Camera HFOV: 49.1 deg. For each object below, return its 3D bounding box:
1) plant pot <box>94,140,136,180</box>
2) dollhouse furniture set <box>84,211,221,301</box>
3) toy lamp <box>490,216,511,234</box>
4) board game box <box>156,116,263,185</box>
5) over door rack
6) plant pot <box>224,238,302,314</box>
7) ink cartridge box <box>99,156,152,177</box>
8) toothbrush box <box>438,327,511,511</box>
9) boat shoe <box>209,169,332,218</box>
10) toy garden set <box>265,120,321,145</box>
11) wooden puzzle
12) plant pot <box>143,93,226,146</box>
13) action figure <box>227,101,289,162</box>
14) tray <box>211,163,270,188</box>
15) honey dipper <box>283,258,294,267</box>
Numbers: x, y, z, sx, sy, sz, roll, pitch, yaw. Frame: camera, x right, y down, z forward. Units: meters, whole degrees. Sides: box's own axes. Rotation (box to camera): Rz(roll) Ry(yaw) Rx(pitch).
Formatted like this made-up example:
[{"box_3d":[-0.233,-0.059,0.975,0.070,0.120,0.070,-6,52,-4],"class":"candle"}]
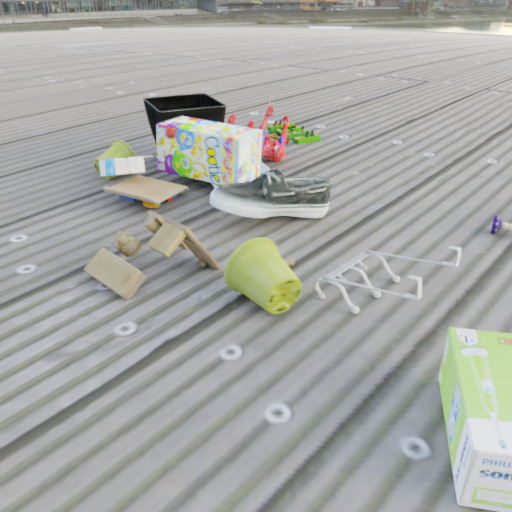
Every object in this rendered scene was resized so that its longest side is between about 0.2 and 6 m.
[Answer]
[{"box_3d":[-3.722,-2.428,14.611,0.913,0.913,0.839,19,46,31],"class":"plant pot"},{"box_3d":[-1.868,0.216,10.194,1.482,1.270,1.559,25,72,39],"class":"dollhouse furniture set"},{"box_3d":[5.609,-0.508,11.382,1.522,0.443,0.443,11,30,21],"class":"toy lamp"},{"box_3d":[-1.156,-2.579,13.773,2.324,1.219,1.197,15,28,23],"class":"board game box"},{"box_3d":[2.174,0.399,9.265,1.998,0.666,1.476,-2,19,45],"class":"over door rack"},{"box_3d":[0.185,0.396,9.142,1.071,1.071,0.985,-18,40,-30],"class":"plant pot"},{"box_3d":[-3.076,-2.133,13.312,1.160,0.387,0.672,-10,10,-25],"class":"ink cartridge box"},{"box_3d":[3.052,1.848,6.488,1.533,0.906,2.105,5,28,8],"class":"toothbrush box"},{"box_3d":[0.347,-1.413,11.982,2.762,0.980,0.996,-2,28,-26],"class":"boat shoe"},{"box_3d":[0.857,-3.982,17.854,1.619,0.387,1.942,-15,32,-26],"class":"toy garden set"},{"box_3d":[-2.562,-1.483,13.116,1.420,0.355,1.533,15,23,19],"class":"wooden puzzle"},{"box_3d":[-1.964,-3.477,15.594,1.846,1.641,1.850,-12,29,-21],"class":"plant pot"},{"box_3d":[0.229,-3.768,16.174,1.065,1.615,3.263,12,24,-29],"class":"action figure"},{"box_3d":[-0.455,-1.966,14.103,1.579,0.326,2.941,-13,30,-15],"class":"tray"},{"box_3d":[0.293,0.222,10.338,0.868,0.165,0.165,-17,33,-22],"class":"honey dipper"}]
